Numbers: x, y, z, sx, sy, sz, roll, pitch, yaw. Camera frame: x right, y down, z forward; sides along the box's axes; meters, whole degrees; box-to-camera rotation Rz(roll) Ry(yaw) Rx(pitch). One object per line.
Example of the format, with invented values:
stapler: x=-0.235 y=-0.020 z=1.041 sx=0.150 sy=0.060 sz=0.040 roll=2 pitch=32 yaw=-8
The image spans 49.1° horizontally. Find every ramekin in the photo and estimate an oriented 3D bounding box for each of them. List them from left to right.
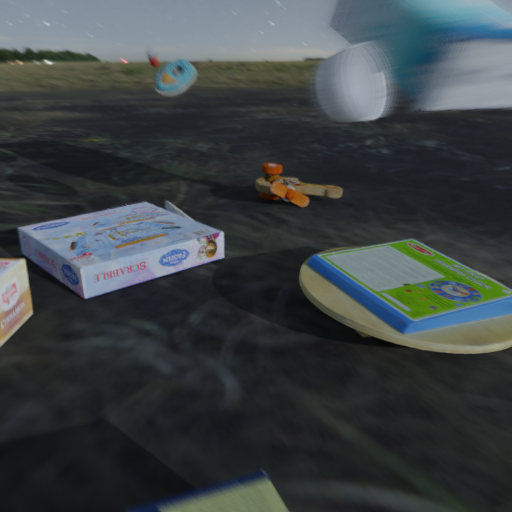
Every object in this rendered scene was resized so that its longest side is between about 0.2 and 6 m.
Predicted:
ramekin: x=1.233 y=-2.233 z=7.400 sx=0.514 sy=0.979 sz=0.979 roll=-3 pitch=13 yaw=44

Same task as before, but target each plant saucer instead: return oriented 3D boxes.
plant saucer: x=-1.398 y=-0.693 z=10.642 sx=0.926 sy=0.233 sz=0.926 roll=37 pitch=0 yaw=0

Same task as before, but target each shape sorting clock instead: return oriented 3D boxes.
shape sorting clock: x=2.031 y=0.492 z=7.406 sx=2.947 sy=0.578 sz=2.947 roll=2 pitch=23 yaw=-1

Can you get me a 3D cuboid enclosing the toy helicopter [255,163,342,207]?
toy helicopter: x=0.954 y=-1.508 z=12.557 sx=1.959 sy=0.773 sz=1.296 roll=6 pitch=21 yaw=2

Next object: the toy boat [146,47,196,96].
toy boat: x=-1.793 y=-3.707 z=11.176 sx=1.066 sy=0.896 sz=0.495 roll=43 pitch=-10 yaw=11

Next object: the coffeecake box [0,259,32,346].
coffeecake box: x=-4.141 y=0.672 z=6.583 sx=2.275 sy=0.831 sz=1.746 roll=2 pitch=21 yaw=4

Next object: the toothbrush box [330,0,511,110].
toothbrush box: x=2.818 y=-3.532 z=8.892 sx=2.018 sy=1.175 sz=2.756 roll=-9 pitch=47 yaw=-28

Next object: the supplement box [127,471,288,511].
supplement box: x=-0.198 y=1.987 z=3.371 sx=0.970 sy=0.651 sz=0.969 roll=-9 pitch=22 yaw=-22

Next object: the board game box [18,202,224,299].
board game box: x=-2.272 y=-0.216 z=9.379 sx=2.505 sy=0.515 sz=2.499 roll=-17 pitch=26 yaw=-37
